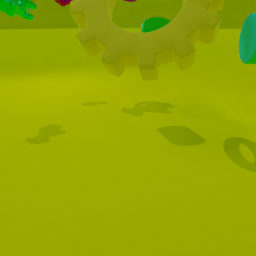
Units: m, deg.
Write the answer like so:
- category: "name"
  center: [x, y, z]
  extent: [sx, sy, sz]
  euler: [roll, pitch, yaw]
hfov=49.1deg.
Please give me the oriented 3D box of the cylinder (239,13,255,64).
- category: "cylinder"
  center: [3.878, -2.380, 7.556]
  extent: [1.315, 1.315, 1.315]
  euler: [2, 22, 1]

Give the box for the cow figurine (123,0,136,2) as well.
- category: "cow figurine"
  center: [-0.425, -5.023, 9.981]
  extent: [1.692, 0.944, 1.719]
  euler: [11, 39, 9]

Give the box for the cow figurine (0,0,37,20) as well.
- category: "cow figurine"
  center: [-3.175, -3.454, 7.788]
  extent: [1.167, 0.651, 1.186]
  euler: [7, 36, -41]

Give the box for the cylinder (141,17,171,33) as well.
- category: "cylinder"
  center: [0.784, -2.360, 7.674]
  extent: [0.943, 0.943, 0.943]
  euler: [3, 57, -4]

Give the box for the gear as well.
- category: "gear"
  center: [0.183, -1.249, 2.860]
  extent: [1.506, 1.506, 0.279]
  euler: [5, -12, 12]

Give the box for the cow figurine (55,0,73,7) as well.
- category: "cow figurine"
  center: [-2.176, -4.796, 10.503]
  extent: [0.888, 0.873, 0.487]
  euler: [-50, 0, -21]
